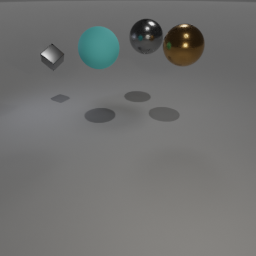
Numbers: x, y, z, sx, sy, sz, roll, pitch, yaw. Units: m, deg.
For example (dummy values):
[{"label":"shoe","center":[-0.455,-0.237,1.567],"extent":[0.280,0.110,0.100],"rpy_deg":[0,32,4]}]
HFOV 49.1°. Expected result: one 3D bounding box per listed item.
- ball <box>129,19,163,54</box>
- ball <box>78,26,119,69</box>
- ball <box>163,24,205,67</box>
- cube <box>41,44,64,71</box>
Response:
[{"label":"ball","center":[0.750,-3.754,11.531],"extent":[1.400,1.400,1.400],"rpy_deg":[0,28,0]},{"label":"ball","center":[-0.992,-2.709,9.507],"extent":[1.400,1.400,1.400],"rpy_deg":[0,28,0]},{"label":"ball","center":[1.892,-2.809,9.548],"extent":[1.400,1.400,1.400],"rpy_deg":[0,28,0]},{"label":"cube","center":[-3.259,-3.044,12.110],"extent":[0.700,0.700,0.700],"rpy_deg":[40,70,-3]}]
